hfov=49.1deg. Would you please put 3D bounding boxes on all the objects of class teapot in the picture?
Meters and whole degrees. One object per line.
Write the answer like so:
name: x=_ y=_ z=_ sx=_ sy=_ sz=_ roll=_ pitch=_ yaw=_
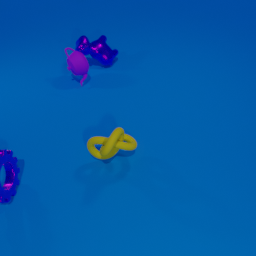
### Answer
teapot: x=-1.646 y=-2.003 z=9.053 sx=0.629 sy=1.285 sz=0.799 roll=-32 pitch=15 yaw=-19

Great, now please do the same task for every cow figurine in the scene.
cow figurine: x=-1.132 y=-2.667 z=9.846 sx=1.444 sy=0.792 sz=1.421 roll=44 pitch=48 yaw=-16

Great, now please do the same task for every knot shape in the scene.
knot shape: x=-0.303 y=0.366 z=6.639 sx=1.105 sy=1.181 sz=0.546 roll=-9 pitch=77 yaw=-36

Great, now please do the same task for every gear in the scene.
gear: x=-2.670 y=1.025 z=5.973 sx=0.207 sy=1.121 sz=1.121 roll=-3 pitch=43 yaw=5
